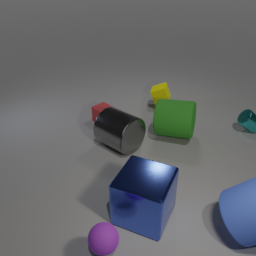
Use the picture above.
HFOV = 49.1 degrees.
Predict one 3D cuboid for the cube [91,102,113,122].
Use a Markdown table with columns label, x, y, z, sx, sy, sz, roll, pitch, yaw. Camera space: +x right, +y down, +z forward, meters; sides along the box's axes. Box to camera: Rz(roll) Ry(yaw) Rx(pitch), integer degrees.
| label | x | y | z | sx | sy | sz | roll | pitch | yaw |
| --- | --- | --- | --- | --- | --- | --- | --- | --- | --- |
| cube | -1.079 | -0.609 | 12.087 | 0.700 | 0.700 | 0.700 | -26 | 40 | -34 |

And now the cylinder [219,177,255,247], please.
| label | x | y | z | sx | sy | sz | roll | pitch | yaw |
| --- | --- | --- | --- | --- | --- | --- | --- | --- | --- |
| cylinder | 3.114 | 1.877 | 6.515 | 1.400 | 1.400 | 1.400 | 28 | 43 | -30 |

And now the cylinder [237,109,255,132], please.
| label | x | y | z | sx | sy | sz | roll | pitch | yaw |
| --- | --- | --- | --- | --- | --- | --- | --- | --- | --- |
| cylinder | 4.931 | -0.287 | 11.322 | 0.700 | 0.700 | 0.700 | 33 | 26 | -18 |

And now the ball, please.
| label | x | y | z | sx | sy | sz | roll | pitch | yaw |
| --- | --- | --- | --- | --- | --- | --- | --- | --- | --- |
| ball | -0.545 | 2.462 | 6.238 | 0.700 | 0.700 | 0.700 | 0 | 31 | 0 |

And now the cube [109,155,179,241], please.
| label | x | y | z | sx | sy | sz | roll | pitch | yaw |
| --- | --- | --- | --- | --- | --- | --- | --- | --- | --- |
| cube | 0.440 | 1.799 | 7.436 | 1.400 | 1.400 | 1.400 | 13 | 34 | 21 |

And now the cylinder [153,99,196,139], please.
| label | x | y | z | sx | sy | sz | roll | pitch | yaw |
| --- | --- | --- | --- | --- | --- | --- | --- | --- | --- |
| cylinder | 1.798 | -0.364 | 10.651 | 1.400 | 1.400 | 1.400 | 7 | 32 | 18 |

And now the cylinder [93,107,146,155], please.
| label | x | y | z | sx | sy | sz | roll | pitch | yaw |
| --- | --- | --- | --- | --- | --- | --- | --- | --- | --- |
| cylinder | -0.306 | 0.084 | 10.260 | 1.400 | 1.400 | 1.400 | 24 | 39 | 35 |

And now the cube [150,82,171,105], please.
| label | x | y | z | sx | sy | sz | roll | pitch | yaw |
| --- | --- | --- | --- | --- | --- | --- | --- | --- | --- |
| cube | 1.517 | -1.595 | 12.995 | 0.700 | 0.700 | 0.700 | -13 | 29 | 23 |
